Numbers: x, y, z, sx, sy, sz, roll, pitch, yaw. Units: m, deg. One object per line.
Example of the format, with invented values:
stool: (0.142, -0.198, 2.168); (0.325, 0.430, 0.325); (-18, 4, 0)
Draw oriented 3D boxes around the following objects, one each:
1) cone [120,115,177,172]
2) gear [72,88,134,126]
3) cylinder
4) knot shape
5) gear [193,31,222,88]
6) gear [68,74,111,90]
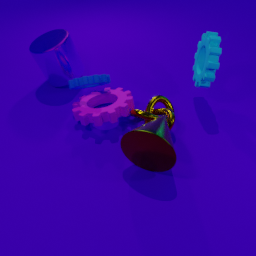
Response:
cone: (0.661, 0.105, 6.456); (1.285, 1.285, 1.290); (15, 48, 16)
gear: (-0.682, -0.621, 7.725); (1.668, 0.308, 1.668); (-8, 31, 5)
cylinder: (-2.192, -2.187, 8.775); (1.296, 1.296, 1.296); (-11, 45, 12)
knot shape: (0.647, -0.349, 7.503); (1.217, 0.601, 1.301); (6, 43, 7)
gear: (2.123, -1.838, 7.630); (0.269, 1.457, 1.457); (6, 43, -3)
gear: (-1.084, -1.292, 7.894); (1.156, 0.214, 1.156); (-10, 4, 1)
